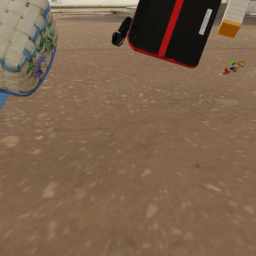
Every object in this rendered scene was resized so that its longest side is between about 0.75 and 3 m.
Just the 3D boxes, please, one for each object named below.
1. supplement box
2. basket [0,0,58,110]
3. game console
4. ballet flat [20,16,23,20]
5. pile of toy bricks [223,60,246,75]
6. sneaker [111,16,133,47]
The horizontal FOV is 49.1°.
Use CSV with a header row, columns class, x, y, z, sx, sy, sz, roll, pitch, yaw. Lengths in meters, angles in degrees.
class,x,y,z,sx,sy,sz,roll,pitch,yaw
supplement box,2.998,-3.334,7.705,0.514,1.398,0.881,19,1,10
basket,-2.222,-1.440,5.321,1.540,1.952,2.214,22,-16,-17
game console,1.473,-3.640,8.995,2.566,2.901,0.450,21,9,11
ballet flat,-3.187,-4.070,8.518,0.670,2.126,0.730,5,12,-17
pile of toy bricks,3.679,-2.200,9.820,0.783,0.387,0.434,-20,-19,17
sneaker,-0.245,-4.274,12.339,0.524,1.433,0.802,30,16,10
